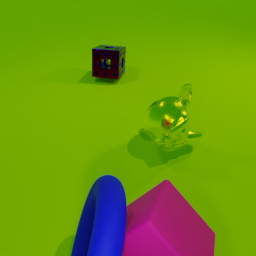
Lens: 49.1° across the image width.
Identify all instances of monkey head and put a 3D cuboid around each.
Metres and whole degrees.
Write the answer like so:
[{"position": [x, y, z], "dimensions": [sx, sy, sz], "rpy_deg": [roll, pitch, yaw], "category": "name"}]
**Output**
[{"position": [1.125, -0.114, 6.953], "dimensions": [1.425, 1.981, 1.194], "rpy_deg": [13, 46, -35], "category": "monkey head"}]

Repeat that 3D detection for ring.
[{"position": [-0.475, 1.634, 3.944], "dimensions": [0.394, 1.969, 1.969], "rpy_deg": [16, 36, -12], "category": "ring"}]

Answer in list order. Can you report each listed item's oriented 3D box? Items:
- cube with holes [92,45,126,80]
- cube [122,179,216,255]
[{"position": [-0.672, -2.385, 10.049], "dimensions": [0.978, 0.978, 0.978], "rpy_deg": [8, 25, 10], "category": "cube with holes"}, {"position": [0.405, 1.681, 3.998], "dimensions": [1.154, 1.154, 1.154], "rpy_deg": [49, 25, 0], "category": "cube"}]
